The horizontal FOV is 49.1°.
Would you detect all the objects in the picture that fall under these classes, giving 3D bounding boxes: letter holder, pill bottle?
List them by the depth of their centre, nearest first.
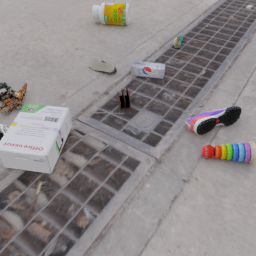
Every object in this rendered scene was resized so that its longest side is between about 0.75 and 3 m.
[{"bbox_3d":[-0.192,-1.383,12.467,0.473,0.668,0.940,-6,44,-7],"label":"letter holder"},{"bbox_3d":[-1.115,-7.594,18.602,2.379,1.321,1.321,4,43,5],"label":"pill bottle"}]

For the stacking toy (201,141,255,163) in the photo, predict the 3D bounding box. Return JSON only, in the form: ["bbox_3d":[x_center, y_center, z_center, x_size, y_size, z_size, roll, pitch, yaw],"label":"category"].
[{"bbox_3d":[3.589,0.884,10.101,1.827,0.780,0.780,-2,43,8],"label":"stacking toy"}]

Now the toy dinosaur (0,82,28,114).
[{"bbox_3d":[-5.178,-1.364,12.505,1.316,0.991,1.939,25,28,5],"label":"toy dinosaur"}]

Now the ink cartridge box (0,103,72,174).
[{"bbox_3d":[-3.345,0.322,10.346,1.815,1.053,2.507,6,44,6],"label":"ink cartridge box"}]

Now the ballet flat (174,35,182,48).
[{"bbox_3d":[2.956,-5.133,16.719,0.462,0.433,1.278,-6,44,22],"label":"ballet flat"}]

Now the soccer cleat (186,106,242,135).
[{"bbox_3d":[3.533,-0.455,11.429,2.480,0.846,0.908,-19,34,-21],"label":"soccer cleat"}]

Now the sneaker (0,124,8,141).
[{"bbox_3d":[-4.677,0.302,10.773,0.569,0.476,1.286,0,47,-53],"label":"sneaker"}]

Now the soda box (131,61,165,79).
[{"bbox_3d":[1.016,-2.969,14.245,1.698,0.539,0.580,9,44,9],"label":"soda box"}]

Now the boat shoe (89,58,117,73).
[{"bbox_3d":[-1.327,-3.214,14.672,1.728,0.628,0.542,23,5,30],"label":"boat shoe"}]
